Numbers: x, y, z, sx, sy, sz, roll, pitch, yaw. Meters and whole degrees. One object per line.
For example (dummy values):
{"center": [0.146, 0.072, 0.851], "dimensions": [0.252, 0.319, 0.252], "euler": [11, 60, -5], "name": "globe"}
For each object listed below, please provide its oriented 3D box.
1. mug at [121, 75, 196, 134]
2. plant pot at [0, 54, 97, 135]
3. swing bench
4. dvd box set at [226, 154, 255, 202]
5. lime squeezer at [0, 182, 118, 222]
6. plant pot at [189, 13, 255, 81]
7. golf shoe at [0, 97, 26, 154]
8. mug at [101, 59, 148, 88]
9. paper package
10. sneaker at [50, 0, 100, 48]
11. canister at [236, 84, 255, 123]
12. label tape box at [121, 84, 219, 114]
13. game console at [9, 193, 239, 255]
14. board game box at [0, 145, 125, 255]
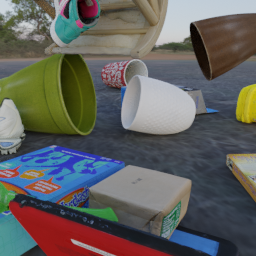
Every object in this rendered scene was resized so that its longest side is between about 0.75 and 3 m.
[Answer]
{"center": [0.728, -0.448, 7.352], "dimensions": [1.619, 1.364, 1.847], "euler": [10, -17, -18], "name": "mug"}
{"center": [-2.189, -0.768, 7.317], "dimensions": [2.098, 2.179, 2.179], "euler": [-8, 14, 15], "name": "plant pot"}
{"center": [-0.794, -2.589, 4.754], "dimensions": [2.466, 2.479, 1.608], "euler": [13, 59, 35], "name": "swing bench"}
{"center": [2.472, 0.840, 4.572], "dimensions": [1.227, 0.246, 1.676], "euler": [0, 17, 0], "name": "dvd box set"}
{"center": [-1.581, 1.036, 2.415], "dimensions": [2.938, 1.038, 0.554], "euler": [-20, -8, -32], "name": "lime squeezer"}
{"center": [2.710, -2.303, 7.350], "dimensions": [1.725, 1.612, 1.612], "euler": [-20, 15, 7], "name": "plant pot"}
{"center": [-3.598, -0.070, 5.876], "dimensions": [2.645, 1.286, 1.036], "euler": [-6, 20, -15], "name": "golf shoe"}
{"center": [-0.162, -2.609, 14.928], "dimensions": [2.334, 2.071, 1.557], "euler": [14, 57, 51], "name": "mug"}
{"center": [0.163, 0.908, 3.434], "dimensions": [0.978, 0.531, 1.027], "euler": [9, 13, 28], "name": "paper package"}
{"center": [-0.839, -1.991, 4.613], "dimensions": [0.791, 1.311, 0.548], "euler": [-20, -35, 26], "name": "sneaker"}
{"center": [4.655, -0.569, 7.994], "dimensions": [2.445, 1.058, 1.816], "euler": [15, 22, 39], "name": "canister"}
{"center": [1.452, -1.013, 9.726], "dimensions": [2.818, 0.892, 2.032], "euler": [-9, 19, -28], "name": "label tape box"}
{"center": [0.093, 0.978, 2.761], "dimensions": [1.823, 1.571, 1.082], "euler": [8, 44, 26], "name": "game console"}
{"center": [-1.363, 0.870, 3.890], "dimensions": [1.690, 0.500, 2.222], "euler": [8, 18, 36], "name": "board game box"}
